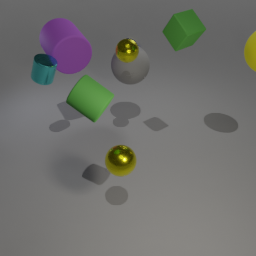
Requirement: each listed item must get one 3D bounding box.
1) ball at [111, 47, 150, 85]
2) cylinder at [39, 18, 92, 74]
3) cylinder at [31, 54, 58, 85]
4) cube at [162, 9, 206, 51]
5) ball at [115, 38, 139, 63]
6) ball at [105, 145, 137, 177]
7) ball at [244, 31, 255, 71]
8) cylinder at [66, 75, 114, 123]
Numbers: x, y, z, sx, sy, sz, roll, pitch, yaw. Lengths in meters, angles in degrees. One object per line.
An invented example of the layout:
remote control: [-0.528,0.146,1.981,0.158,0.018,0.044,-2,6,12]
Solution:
ball: [0.087,-2.277,10.135,1.400,1.400,1.400,0,34,0]
cylinder: [-2.129,-2.788,9.540,1.400,1.400,1.400,-17,49,-24]
cylinder: [-2.585,-1.802,8.623,0.700,0.700,0.700,16,41,-14]
cube: [1.488,-2.608,7.480,0.700,0.700,0.700,-26,80,-27]
ball: [-0.024,-2.284,8.284,0.700,0.700,0.700,0,34,0]
ball: [-0.159,0.715,6.153,0.700,0.700,0.700,0,34,0]
ball: [4.177,-2.293,8.249,1.400,1.400,1.400,0,34,0]
cylinder: [-0.748,-0.583,5.589,0.700,0.700,0.700,36,38,-3]
